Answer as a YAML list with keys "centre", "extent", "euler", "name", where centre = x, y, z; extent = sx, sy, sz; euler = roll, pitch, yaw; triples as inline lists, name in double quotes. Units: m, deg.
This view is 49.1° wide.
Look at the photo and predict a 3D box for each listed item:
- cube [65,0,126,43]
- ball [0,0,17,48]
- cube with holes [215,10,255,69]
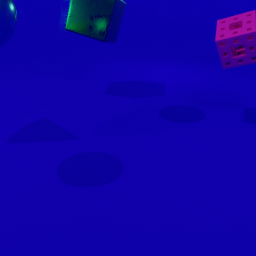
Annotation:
- centre: [-0.943, -3.380, 8.440]
  extent: [1.286, 1.286, 1.286]
  euler: [19, 18, 7]
  name: "cube"
- centre: [-2.271, -1.708, 4.135]
  extent: [1.179, 1.179, 1.179]
  euler: [0, 28, 0]
  name: "ball"
- centre: [2.615, -2.059, 6.611]
  extent: [0.847, 0.847, 0.847]
  euler: [-6, 48, 29]
  name: "cube with holes"
